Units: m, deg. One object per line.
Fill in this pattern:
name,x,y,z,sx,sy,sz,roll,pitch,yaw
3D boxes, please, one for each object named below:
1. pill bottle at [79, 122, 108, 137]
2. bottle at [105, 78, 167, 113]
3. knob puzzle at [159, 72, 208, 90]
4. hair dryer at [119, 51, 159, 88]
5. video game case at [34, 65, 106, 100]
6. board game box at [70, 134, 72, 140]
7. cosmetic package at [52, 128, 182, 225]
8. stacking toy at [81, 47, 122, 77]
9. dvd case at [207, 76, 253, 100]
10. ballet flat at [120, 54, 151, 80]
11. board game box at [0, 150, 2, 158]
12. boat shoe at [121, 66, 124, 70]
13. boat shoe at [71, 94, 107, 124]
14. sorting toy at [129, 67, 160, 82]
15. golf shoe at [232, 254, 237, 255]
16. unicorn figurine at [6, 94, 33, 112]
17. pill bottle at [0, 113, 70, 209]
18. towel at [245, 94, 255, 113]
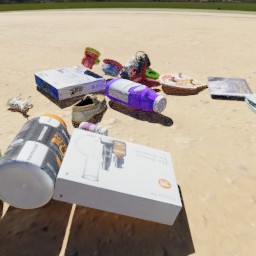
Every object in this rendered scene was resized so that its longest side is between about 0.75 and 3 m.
pill bottle,-1.168,0.130,9.558,0.940,0.528,0.528,12,31,19
bottle,0.324,-1.360,11.822,2.803,0.915,1.171,25,40,37
knob puzzle,2.538,-2.415,13.993,2.476,0.343,2.476,6,28,-3
hair dryer,0.746,-2.505,13.314,2.060,1.569,0.559,34,23,-36
video game case,-2.874,-2.310,13.827,2.527,0.634,2.788,-20,35,-32
board game box,-1.746,0.563,9.022,0.846,0.290,1.023,-19,34,-32
cosmetic package,-0.212,1.106,6.886,2.764,0.714,2.084,15,30,-8
stacking toy,-1.569,-3.285,15.063,2.230,0.942,2.019,24,-7,-19
dvd case,4.939,-2.006,13.733,1.950,0.210,2.623,5,30,9
ballet flat,0.421,-3.576,15.750,1.070,1.070,2.928,15,33,26
board game box,-3.917,1.352,6.358,1.466,1.493,2.847,-5,30,-9
boat shoe,-0.508,-3.597,16.478,0.996,0.323,0.365,3,29,6
boat shoe,-1.509,-0.963,11.272,0.852,0.764,2.303,9,30,16
sorting toy,0.787,-2.677,14.661,1.626,0.667,0.977,7,43,-13
golf shoe,2.461,2.738,4.752,2.469,0.967,1.200,-10,47,-7
unicorn figurine,-4.459,-1.024,11.745,1.459,0.539,1.002,-5,36,22
pill bottle,-2.416,0.655,7.587,1.500,1.500,2.824,0,30,0
towel,6.058,-0.864,11.351,1.878,0.528,2.195,-3,29,-5
